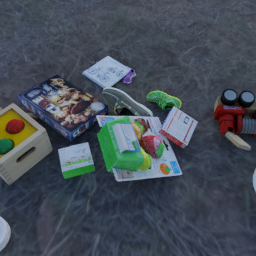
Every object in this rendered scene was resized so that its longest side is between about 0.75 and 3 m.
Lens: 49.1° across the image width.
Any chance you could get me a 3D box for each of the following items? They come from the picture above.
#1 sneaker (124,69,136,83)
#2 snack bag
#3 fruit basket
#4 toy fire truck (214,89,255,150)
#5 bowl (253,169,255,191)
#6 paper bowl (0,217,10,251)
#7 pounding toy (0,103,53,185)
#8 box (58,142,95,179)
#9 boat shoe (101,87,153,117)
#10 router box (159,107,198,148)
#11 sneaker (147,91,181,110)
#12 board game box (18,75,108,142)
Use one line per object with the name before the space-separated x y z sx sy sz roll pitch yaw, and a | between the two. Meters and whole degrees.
sneaker | 0.061 -2.185 11.714 0.311 0.341 0.772 22 56 15
snack bag | -0.877 -2.408 12.000 1.521 0.173 1.613 34 60 24
fruit basket | 0.410 0.496 8.769 2.486 1.165 2.302 -2 57 -28
toy fire truck | 4.055 -0.096 9.499 2.062 1.508 2.343 7 65 7
bowl | 4.351 1.509 8.065 1.427 0.641 1.427 -1 87 22
paper bowl | -3.693 2.911 7.516 1.023 0.532 1.023 0 51 0
pounding toy | -3.944 -0.087 9.406 2.886 1.320 2.535 35 59 24
box | -1.668 1.030 9.047 1.005 0.486 0.887 -14 53 -11
boat shoe | -0.123 -0.747 10.154 2.102 0.751 0.628 32 55 7
router box | 1.761 -0.038 9.738 1.035 0.282 1.154 34 57 -1
sneaker | 1.345 -1.017 10.676 1.354 0.501 0.566 18 50 14
board game box | -2.393 -0.843 10.394 2.807 0.486 1.902 32 51 23
